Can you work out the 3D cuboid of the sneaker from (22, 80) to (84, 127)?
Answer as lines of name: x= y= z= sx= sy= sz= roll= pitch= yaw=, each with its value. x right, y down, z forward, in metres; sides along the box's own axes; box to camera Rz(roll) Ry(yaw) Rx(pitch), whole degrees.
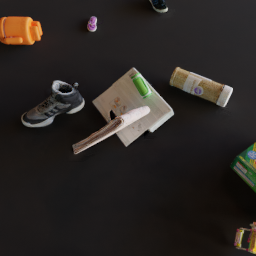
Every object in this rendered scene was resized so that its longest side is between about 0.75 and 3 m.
sneaker: x=-3.055 y=-1.035 z=11.062 sx=2.606 sy=1.483 sz=0.983 roll=-23 pitch=59 yaw=-14

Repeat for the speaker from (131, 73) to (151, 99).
speaker: x=0.517 y=-1.630 z=10.822 sx=0.429 sy=0.429 sz=0.969 roll=-33 pitch=97 yaw=-20

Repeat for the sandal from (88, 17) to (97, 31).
sandal: x=-1.903 y=-5.542 z=14.772 sx=0.466 sy=0.281 sz=1.145 roll=-1 pitch=56 yaw=0

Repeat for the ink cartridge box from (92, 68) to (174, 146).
ink cartridge box: x=0.165 y=-0.834 z=11.431 sx=2.283 sy=0.573 sz=2.631 roll=-39 pitch=66 yaw=3

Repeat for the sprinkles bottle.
sprinkles bottle: x=3.084 y=-1.760 z=11.932 sx=2.524 sy=0.861 sz=0.861 roll=26 pitch=60 yaw=17

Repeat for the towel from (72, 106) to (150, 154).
towel: x=-0.520 y=-0.010 z=9.472 sx=2.216 sy=2.321 sz=0.374 roll=-30 pitch=90 yaw=27

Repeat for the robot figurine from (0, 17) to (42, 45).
robot figurine: x=-5.393 y=-4.741 z=13.654 sx=2.227 sy=1.299 sz=1.602 roll=0 pitch=89 yaw=-1

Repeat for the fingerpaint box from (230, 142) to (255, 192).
fingerpaint box: x=5.220 y=1.513 z=9.744 sx=1.993 sy=0.876 sz=2.389 roll=-30 pitch=61 yaw=-18

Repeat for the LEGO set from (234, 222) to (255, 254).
LEGO set: x=4.045 y=3.322 z=8.804 sx=2.125 sy=0.791 sz=0.977 roll=-44 pitch=101 yaw=-30

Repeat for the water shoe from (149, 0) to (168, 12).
water shoe: x=1.624 y=-7.129 z=15.567 sx=0.640 sy=0.706 sz=1.789 roll=-22 pitch=59 yaw=-14
